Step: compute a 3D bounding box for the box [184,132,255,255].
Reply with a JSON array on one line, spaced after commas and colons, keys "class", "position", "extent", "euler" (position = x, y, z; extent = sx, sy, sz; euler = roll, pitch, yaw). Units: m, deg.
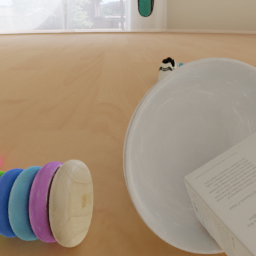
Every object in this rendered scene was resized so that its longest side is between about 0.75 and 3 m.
[{"class": "box", "position": [1.865, 1.200, 3.344], "extent": [1.316, 1.032, 2.116], "euler": [-30, 36, -7]}]

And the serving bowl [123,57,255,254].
[{"class": "serving bowl", "position": [1.170, 0.386, 4.264], "extent": [2.729, 2.729, 0.898], "euler": [-6, 4, -14]}]

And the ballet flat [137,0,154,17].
[{"class": "ballet flat", "position": [0.455, -3.547, 6.904], "extent": [0.550, 1.505, 0.550], "euler": [-1, 33, 1]}]

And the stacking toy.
[{"class": "stacking toy", "position": [-2.069, 1.133, 4.353], "extent": [2.896, 1.236, 1.236], "euler": [-2, 23, 10]}]

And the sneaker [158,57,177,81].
[{"class": "sneaker", "position": [2.060, -2.830, 13.318], "extent": [0.964, 1.117, 2.549], "euler": [5, 22, 15]}]

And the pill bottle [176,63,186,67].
[{"class": "pill bottle", "position": [2.713, -3.216, 14.943], "extent": [0.939, 0.520, 0.520], "euler": [7, 24, 17]}]
